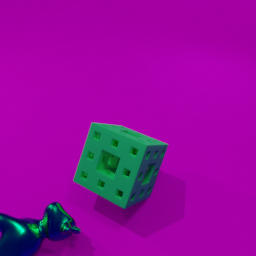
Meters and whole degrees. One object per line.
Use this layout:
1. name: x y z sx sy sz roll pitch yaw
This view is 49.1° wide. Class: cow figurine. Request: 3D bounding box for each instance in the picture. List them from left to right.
1. cow figurine: -1.536 1.807 4.439 1.370 0.764 1.392 20 62 -2

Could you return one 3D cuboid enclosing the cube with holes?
1. cube with holes: -0.100 0.636 5.222 1.120 1.120 1.120 22 7 25
